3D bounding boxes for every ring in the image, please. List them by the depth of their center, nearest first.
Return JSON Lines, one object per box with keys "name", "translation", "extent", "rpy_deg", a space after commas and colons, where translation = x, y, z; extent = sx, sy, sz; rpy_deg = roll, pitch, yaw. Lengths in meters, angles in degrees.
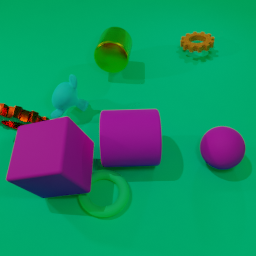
{"name": "ring", "translation": [-0.547, 1.468, 6.402], "extent": [1.157, 0.231, 1.157], "rpy_deg": [1, 52, -2]}

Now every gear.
{"name": "gear", "translation": [-2.635, -0.170, 6.813], "extent": [1.496, 1.496, 0.277], "rpy_deg": [8, 73, 6]}
{"name": "gear", "translation": [2.359, -2.935, 9.542], "extent": [1.107, 0.205, 1.107], "rpy_deg": [-5, 43, 4]}

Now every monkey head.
{"name": "monkey head", "translation": [-1.556, -0.772, 7.558], "extent": [0.915, 0.766, 1.272], "rpy_deg": [28, 96, 3]}

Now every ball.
{"name": "ball", "translation": [2.232, 0.470, 6.637], "extent": [1.024, 1.024, 1.024], "rpy_deg": [0, 52, 0]}

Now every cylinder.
{"name": "cylinder", "translation": [0.053, 0.235, 6.636], "extent": [1.343, 1.343, 1.343], "rpy_deg": [-2, 52, -1]}
{"name": "cylinder", "translation": [-0.435, -2.396, 8.576], "extent": [1.046, 1.046, 1.046], "rpy_deg": [5, 43, 4]}

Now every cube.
{"name": "cube", "translation": [-1.581, 0.675, 6.016], "extent": [1.249, 1.249, 1.249], "rpy_deg": [-10, 58, 17]}
